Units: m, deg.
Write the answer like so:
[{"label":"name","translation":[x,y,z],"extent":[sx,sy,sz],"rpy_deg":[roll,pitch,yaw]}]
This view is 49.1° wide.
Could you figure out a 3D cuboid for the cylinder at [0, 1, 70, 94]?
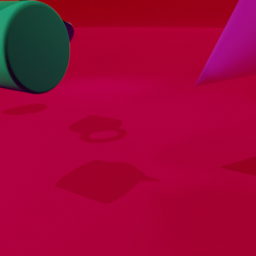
[{"label":"cylinder","translation":[-1.410,-0.975,3.380],"extent":[1.017,1.017,1.017],"rpy_deg":[12,24,26]}]

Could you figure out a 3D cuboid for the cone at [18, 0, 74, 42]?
[{"label":"cone","translation":[-2.025,-2.331,5.970],"extent":[1.283,1.288,1.283],"rpy_deg":[-30,-7,-4]}]

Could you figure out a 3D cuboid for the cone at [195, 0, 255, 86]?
[{"label":"cone","translation":[1.480,-0.988,3.856],"extent":[1.334,1.329,1.329],"rpy_deg":[-37,7,25]}]
